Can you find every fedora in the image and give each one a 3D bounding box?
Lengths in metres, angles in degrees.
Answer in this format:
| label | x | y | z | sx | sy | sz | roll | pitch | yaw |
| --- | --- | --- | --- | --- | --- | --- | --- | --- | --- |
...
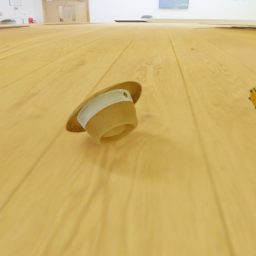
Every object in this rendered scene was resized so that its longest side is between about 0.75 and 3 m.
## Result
| label | x | y | z | sx | sy | sz | roll | pitch | yaw |
| --- | --- | --- | --- | --- | --- | --- | --- | --- | --- |
| fedora | -0.369 | -0.193 | 6.374 | 2.087 | 2.087 | 0.851 | -21 | 73 | -38 |

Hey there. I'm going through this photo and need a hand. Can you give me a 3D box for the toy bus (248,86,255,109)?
| label | x | y | z | sx | sy | sz | roll | pitch | yaw |
| --- | --- | --- | --- | --- | --- | --- | --- | --- | --- |
| toy bus | 3.774 | -0.883 | 7.970 | 0.503 | 0.418 | 1.285 | -30 | -20 | 12 |
